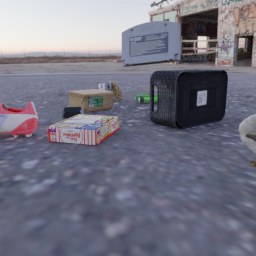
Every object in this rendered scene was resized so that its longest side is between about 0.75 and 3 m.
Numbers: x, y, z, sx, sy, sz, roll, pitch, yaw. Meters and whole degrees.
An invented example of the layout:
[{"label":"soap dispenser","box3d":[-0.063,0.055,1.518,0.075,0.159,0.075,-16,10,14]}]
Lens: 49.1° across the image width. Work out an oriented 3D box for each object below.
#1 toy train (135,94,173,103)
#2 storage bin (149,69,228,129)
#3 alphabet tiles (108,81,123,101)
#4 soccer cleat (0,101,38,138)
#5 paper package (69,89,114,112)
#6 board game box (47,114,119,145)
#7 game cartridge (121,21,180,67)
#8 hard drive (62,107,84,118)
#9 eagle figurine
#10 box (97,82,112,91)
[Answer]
[{"label":"toy train","box3d":[1.459,-1.481,14.208,2.180,0.455,0.615,-3,24,-11]},{"label":"storage bin","box3d":[2.108,-1.069,9.570,2.632,1.780,1.234,-11,17,-37]},{"label":"alphabet tiles","box3d":[-0.691,-1.978,14.918,0.041,1.086,1.306,-28,25,-23]},{"label":"soccer cleat","box3d":[-3.858,-0.228,7.789,2.607,0.997,0.869,-2,14,-10]},{"label":"paper package","box3d":[-1.632,-1.261,12.470,1.536,0.795,1.464,-12,18,-43]},{"label":"board game box","box3d":[-1.198,-0.009,8.066,1.407,0.430,1.858,4,14,16]},{"label":"game cartridge","box3d":[0.940,-3.565,11.824,2.581,1.719,0.536,1,-3,26]},{"label":"hard drive","box3d":[-2.160,-0.637,11.020,0.829,0.260,1.229,-2,14,-9]},{"label":"eagle figurine","box3d":[3.209,0.335,4.267,2.475,1.868,1.878,-16,-10,-12]},{"label":"box","box3d":[-1.242,-1.931,14.814,0.647,0.979,0.561,11,20,40]}]
